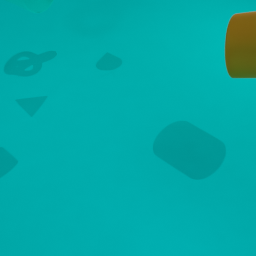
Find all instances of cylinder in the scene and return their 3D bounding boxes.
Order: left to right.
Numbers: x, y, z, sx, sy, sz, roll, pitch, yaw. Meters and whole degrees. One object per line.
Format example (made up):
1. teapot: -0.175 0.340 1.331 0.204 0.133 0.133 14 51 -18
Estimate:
1. cylinder: -1.737 -2.415 4.714 0.742 0.742 0.742 30 61 23
2. cylinder: 2.912 -1.743 5.876 1.378 1.378 1.378 7 52 34
